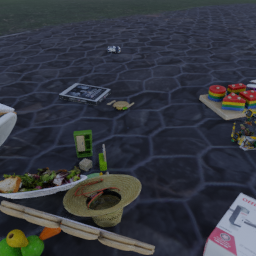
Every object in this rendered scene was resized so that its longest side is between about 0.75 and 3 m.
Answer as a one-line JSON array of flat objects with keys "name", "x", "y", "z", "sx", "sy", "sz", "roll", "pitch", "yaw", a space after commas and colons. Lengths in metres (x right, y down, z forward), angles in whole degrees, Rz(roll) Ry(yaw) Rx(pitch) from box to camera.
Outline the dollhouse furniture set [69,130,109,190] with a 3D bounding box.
[{"name": "dollhouse furniture set", "x": -0.983, "y": 0.851, "z": 6.843, "sx": 0.962, "sy": 0.743, "sz": 1.926, "roll": -5, "pitch": 31, "yaw": -8}]

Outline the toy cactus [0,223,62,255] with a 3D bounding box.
[{"name": "toy cactus", "x": -1.157, "y": 2.253, "z": 3.934, "sx": 1.113, "sy": 2.177, "sz": 1.796, "roll": -31, "pitch": 81, "yaw": -32}]

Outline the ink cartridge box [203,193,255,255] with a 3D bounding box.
[{"name": "ink cartridge box", "x": 2.205, "y": 1.995, "z": 5.061, "sx": 1.073, "sy": 0.625, "sz": 1.473, "roll": 24, "pitch": 37, "yaw": 34}]

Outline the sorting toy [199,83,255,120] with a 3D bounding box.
[{"name": "sorting toy", "x": 3.813, "y": -1.078, "z": 10.177, "sx": 1.727, "sy": 0.605, "sz": 1.737, "roll": -10, "pitch": 33, "yaw": -15}]

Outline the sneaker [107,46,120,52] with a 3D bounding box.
[{"name": "sneaker", "x": -0.858, "y": -4.544, "z": 16.206, "sx": 0.507, "sy": 0.327, "sz": 0.934, "roll": -13, "pitch": 26, "yaw": -30}]

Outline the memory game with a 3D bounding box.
[{"name": "memory game", "x": -0.765, "y": 1.573, "z": 4.395, "sx": 2.507, "sy": 2.507, "sz": 0.160, "roll": 10, "pitch": 69, "yaw": 17}]

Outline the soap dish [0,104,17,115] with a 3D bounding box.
[{"name": "soap dish", "x": -4.396, "y": -0.498, "z": 8.974, "sx": 0.961, "sy": 0.496, "sz": 1.222, "roll": 18, "pitch": 11, "yaw": 26}]

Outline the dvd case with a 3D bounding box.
[{"name": "dvd case", "x": -1.677, "y": -1.347, "z": 11.024, "sx": 1.651, "sy": 0.204, "sz": 1.241, "roll": 12, "pitch": 33, "yaw": 20}]

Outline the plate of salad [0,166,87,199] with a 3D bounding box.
[{"name": "plate of salad", "x": -1.850, "y": 1.096, "z": 5.933, "sx": 1.953, "sy": 0.469, "sz": 1.953, "roll": -8, "pitch": -2, "yaw": 0}]

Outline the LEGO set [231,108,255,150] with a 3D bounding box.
[{"name": "LEGO set", "x": 3.312, "y": 0.055, "z": 7.795, "sx": 0.703, "sy": 1.213, "sz": 0.933, "roll": 0, "pitch": 40, "yaw": -36}]

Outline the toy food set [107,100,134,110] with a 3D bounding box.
[{"name": "toy food set", "x": -0.259, "y": -0.818, "z": 10.220, "sx": 0.887, "sy": 0.178, "sz": 0.612, "roll": 10, "pitch": 25, "yaw": 26}]

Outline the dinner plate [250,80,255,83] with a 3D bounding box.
[{"name": "dinner plate", "x": 5.609, "y": -1.796, "z": 11.401, "sx": 1.243, "sy": 0.151, "sz": 1.243, "roll": 13, "pitch": 12, "yaw": -3}]

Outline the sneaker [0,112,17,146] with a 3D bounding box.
[{"name": "sneaker", "x": -4.195, "y": 0.235, "z": 7.009, "sx": 1.421, "sy": 1.013, "sz": 2.865, "roll": 31, "pitch": 47, "yaw": 6}]

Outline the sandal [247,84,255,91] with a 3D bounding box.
[{"name": "sandal", "x": 5.377, "y": -1.509, "z": 11.115, "sx": 1.483, "sy": 0.364, "sz": 0.604, "roll": 2, "pitch": 10, "yaw": -21}]

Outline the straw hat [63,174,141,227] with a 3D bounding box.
[{"name": "straw hat", "x": -0.454, "y": 1.589, "z": 5.662, "sx": 1.652, "sy": 0.699, "sz": 1.652, "roll": -11, "pitch": 16, "yaw": 3}]
